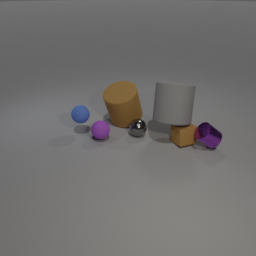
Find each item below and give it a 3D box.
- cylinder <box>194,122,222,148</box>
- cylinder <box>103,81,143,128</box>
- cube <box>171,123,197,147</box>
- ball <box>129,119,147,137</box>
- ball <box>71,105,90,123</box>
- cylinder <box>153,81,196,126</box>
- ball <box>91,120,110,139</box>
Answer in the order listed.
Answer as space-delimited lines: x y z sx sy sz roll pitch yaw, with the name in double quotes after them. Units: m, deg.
2.838 0.253 9.900 0.700 0.700 0.700 32 17 -25 "cylinder"
-0.192 -0.974 11.515 1.400 1.400 1.400 -8 46 9 "cylinder"
2.048 0.204 10.368 0.700 0.700 0.700 -11 20 -19 "cube"
0.389 -0.016 10.871 0.700 0.700 0.700 0 28 0 "ball"
-1.815 -0.523 10.687 0.700 0.700 0.700 0 28 0 "ball"
1.645 -0.909 10.064 1.400 1.400 1.400 4 12 -1 "cylinder"
-1.034 0.063 10.538 0.700 0.700 0.700 0 28 0 "ball"
